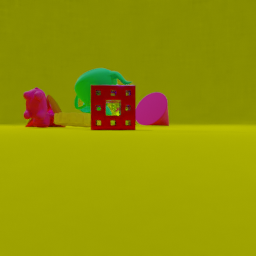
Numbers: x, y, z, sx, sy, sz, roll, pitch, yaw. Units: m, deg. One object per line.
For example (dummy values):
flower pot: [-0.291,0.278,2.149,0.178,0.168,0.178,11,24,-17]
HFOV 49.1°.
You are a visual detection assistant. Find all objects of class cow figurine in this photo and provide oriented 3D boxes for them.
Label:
cow figurine: [-2.613,-0.583,8.224,0.693,1.263,1.243,2,15,0]

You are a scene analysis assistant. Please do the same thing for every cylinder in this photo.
cylinder: [-0.273,-0.750,13.051,1.054,1.054,1.054,0,-23,-5]

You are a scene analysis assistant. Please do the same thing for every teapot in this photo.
teapot: [-0.641,-0.882,6.451,1.638,0.802,1.018,-27,-12,27]

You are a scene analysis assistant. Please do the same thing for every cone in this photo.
cone: [-2.946,-0.309,9.505,1.237,1.233,1.233,-27,0,1]
cone: [1.432,-0.472,12.510,1.631,1.631,1.638,1,-26,41]

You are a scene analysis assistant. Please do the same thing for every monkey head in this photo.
monkey head: [-0.987,-0.600,8.911,0.738,0.881,1.225,-39,-12,16]

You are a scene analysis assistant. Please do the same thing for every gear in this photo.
gear: [-1.435,-0.223,8.432,1.515,0.280,1.515,3,-5,0]

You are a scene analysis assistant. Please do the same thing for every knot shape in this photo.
knot shape: [-0.635,-0.723,10.487,1.790,0.884,1.913,5,43,9]

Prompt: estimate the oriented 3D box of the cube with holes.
cube with holes: [-0.301,-0.381,5.581,0.832,0.832,0.832,0,1,-4]
